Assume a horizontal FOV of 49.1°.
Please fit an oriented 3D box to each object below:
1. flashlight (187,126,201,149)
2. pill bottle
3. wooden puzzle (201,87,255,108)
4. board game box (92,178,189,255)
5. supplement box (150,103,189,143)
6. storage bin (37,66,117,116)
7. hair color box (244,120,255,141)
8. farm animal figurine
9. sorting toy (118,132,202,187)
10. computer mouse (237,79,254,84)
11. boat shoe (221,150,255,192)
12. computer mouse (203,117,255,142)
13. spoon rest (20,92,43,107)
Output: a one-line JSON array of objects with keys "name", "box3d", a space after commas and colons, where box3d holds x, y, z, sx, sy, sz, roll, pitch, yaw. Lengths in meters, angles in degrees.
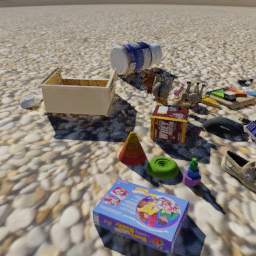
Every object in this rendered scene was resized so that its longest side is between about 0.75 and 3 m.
[{"name": "flashlight", "box3d": [2.050, 0.300, 8.742, 0.315, 0.314, 0.928, 4, 34, 25]}, {"name": "pill bottle", "box3d": [0.481, -3.742, 14.705, 2.603, 1.444, 1.444, -19, 35, -31]}, {"name": "wooden puzzle", "box3d": [4.209, -1.333, 11.616, 2.501, 0.292, 1.687, -19, 35, -31]}, {"name": "board game box", "box3d": [0.286, 1.791, 5.962, 1.731, 0.388, 1.164, 14, 32, 23]}, {"name": "supplement box", "box3d": [1.367, -0.193, 9.115, 1.108, 0.746, 1.124, 8, 30, 14]}, {"name": "storage bin", "box3d": [-1.819, -1.563, 11.115, 2.522, 1.182, 2.504, 2, 30, 5]}, {"name": "hair color box", "box3d": [3.812, 0.277, 8.013, 1.029, 0.333, 0.562, 49, 10, 15]}, {"name": "farm animal figurine", "box3d": [1.740, -1.262, 10.718, 2.389, 1.201, 1.929, 12, 3, -24]}, {"name": "sorting toy", "box3d": [0.801, 0.715, 7.430, 2.453, 0.845, 0.851, 19, 34, 31]}, {"name": "computer mouse", "box3d": [5.627, -2.222, 13.360, 1.098, 0.187, 0.322, -10, 18, -27]}, {"name": "boat shoe", "box3d": [3.062, 1.103, 7.055, 0.570, 0.516, 1.599, -21, 36, -33]}, {"name": "computer mouse", "box3d": [3.561, -0.190, 9.444, 1.866, 0.429, 1.310, 15, 34, 24]}, {"name": "spoon rest", "box3d": [-3.792, -1.298, 11.514, 0.780, 0.476, 1.569, 10, 44, 19]}]
